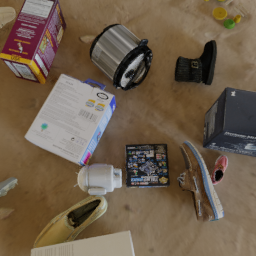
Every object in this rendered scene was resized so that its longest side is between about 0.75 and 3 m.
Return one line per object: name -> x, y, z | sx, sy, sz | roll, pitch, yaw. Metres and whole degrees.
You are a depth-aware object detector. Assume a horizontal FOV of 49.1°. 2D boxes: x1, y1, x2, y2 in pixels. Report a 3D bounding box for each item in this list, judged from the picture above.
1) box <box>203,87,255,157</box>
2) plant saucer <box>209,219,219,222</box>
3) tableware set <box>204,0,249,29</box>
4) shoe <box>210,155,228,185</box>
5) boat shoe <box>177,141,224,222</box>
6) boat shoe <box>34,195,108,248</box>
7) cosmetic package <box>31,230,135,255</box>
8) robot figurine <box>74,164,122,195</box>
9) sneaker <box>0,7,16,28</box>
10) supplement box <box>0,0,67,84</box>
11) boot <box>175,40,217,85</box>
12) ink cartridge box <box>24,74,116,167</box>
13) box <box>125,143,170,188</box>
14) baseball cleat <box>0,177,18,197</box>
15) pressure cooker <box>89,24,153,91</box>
box -> 3.788, -0.053, 8.773 | 2.303, 2.341, 1.375 | 10, 73, 3
plant saucer -> 2.696, 2.535, 9.161 | 0.338, 0.092, 0.968 | -9, 73, -2
tableware set -> 3.838, -4.878, 11.360 | 1.260, 0.287, 1.871 | -40, 78, -8
shoe -> 3.075, 1.365, 9.302 | 0.391, 0.497, 1.093 | 28, 75, 8
boat shoe -> 2.111, 1.695, 8.967 | 0.948, 0.947, 2.620 | -20, 71, -1
boat shoe -> -1.818, 2.922, 8.557 | 2.637, 1.004, 0.945 | -40, 77, -11
cosmetic package -> -1.150, 3.923, 7.831 | 2.757, 1.483, 1.169 | -9, 47, -6
robot figurine -> -0.958, 1.626, 9.031 | 1.514, 0.855, 1.284 | -2, 33, -1
sneaker -> -5.491, -3.585, 10.710 | 2.890, 1.052, 1.223 | -30, 99, -11
supplement box -> -3.329, -3.228, 10.171 | 1.175, 1.514, 2.743 | 14, 73, 4
boot -> 2.502, -2.508, 10.378 | 1.397, 0.703, 1.868 | 10, 74, 3
ink cartridge box -> -1.730, -0.454, 9.515 | 2.037, 1.140, 2.985 | 24, 76, 7
box -> 0.639, 1.261, 9.411 | 1.448, 0.360, 1.437 | -2, 73, -1
baseball cleat -> -4.525, 2.008, 9.039 | 1.812, 0.632, 0.965 | -39, 77, -12
pressure cooker -> -0.133, -2.370, 9.792 | 1.791, 1.764, 2.005 | -44, 74, -8
